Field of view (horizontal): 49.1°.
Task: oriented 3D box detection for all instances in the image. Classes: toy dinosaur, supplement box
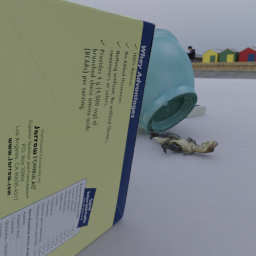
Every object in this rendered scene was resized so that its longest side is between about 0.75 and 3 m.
[{"bbox_3d":[0.953,0.289,6.161,0.876,0.472,1.988,9,4,-37],"label":"toy dinosaur"},{"bbox_3d":[-1.133,0.029,2.504,1.561,2.325,2.322,19,20,29],"label":"supplement box"}]

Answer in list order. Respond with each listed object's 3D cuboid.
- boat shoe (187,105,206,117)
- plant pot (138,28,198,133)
[{"bbox_3d":[2.331,-0.702,10.485,1.422,0.532,0.440,-7,15,-35],"label":"boat shoe"},{"bbox_3d":[0.740,-1.007,7.640,2.700,2.700,1.809,-10,56,-39],"label":"plant pot"}]
